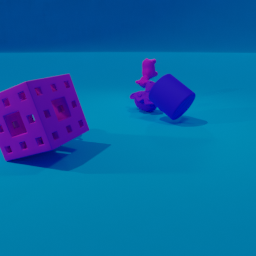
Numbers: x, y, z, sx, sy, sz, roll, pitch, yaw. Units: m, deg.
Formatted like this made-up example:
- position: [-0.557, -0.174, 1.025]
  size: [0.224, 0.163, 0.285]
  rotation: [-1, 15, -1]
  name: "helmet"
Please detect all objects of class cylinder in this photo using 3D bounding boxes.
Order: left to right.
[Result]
- position: [1.369, -0.972, 8.759]
  size: [1.059, 1.059, 1.059]
  rotation: [44, 36, 21]
  name: "cylinder"

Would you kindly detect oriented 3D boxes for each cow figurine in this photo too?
- position: [0.736, -2.166, 11.081]
  size: [0.623, 1.135, 1.117]
  rotation: [6, 22, 33]
  name: "cow figurine"

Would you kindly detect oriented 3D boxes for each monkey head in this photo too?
- position: [0.717, -1.127, 10.101]
  size: [1.429, 1.028, 0.861]
  rotation: [23, -5, 15]
  name: "monkey head"

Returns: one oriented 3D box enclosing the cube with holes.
- position: [-1.934, -0.253, 6.051]
  size: [1.348, 1.348, 1.348]
  rotation: [-14, 10, 28]
  name: "cube with holes"
